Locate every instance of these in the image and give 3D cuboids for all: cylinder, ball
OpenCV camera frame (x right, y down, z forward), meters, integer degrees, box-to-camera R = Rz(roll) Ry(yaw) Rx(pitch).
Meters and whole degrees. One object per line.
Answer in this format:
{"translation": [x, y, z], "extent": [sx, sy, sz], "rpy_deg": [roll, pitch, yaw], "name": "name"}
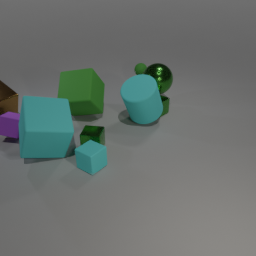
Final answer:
{"translation": [0.555, -1.102, 10.881], "extent": [1.400, 1.400, 1.400], "rpy_deg": [-10, 52, 12], "name": "cylinder"}
{"translation": [1.329, -2.215, 12.658], "extent": [1.400, 1.400, 1.400], "rpy_deg": [0, 29, 0], "name": "ball"}
{"translation": [0.693, -3.134, 15.051], "extent": [0.700, 0.700, 0.700], "rpy_deg": [0, 29, 0], "name": "ball"}

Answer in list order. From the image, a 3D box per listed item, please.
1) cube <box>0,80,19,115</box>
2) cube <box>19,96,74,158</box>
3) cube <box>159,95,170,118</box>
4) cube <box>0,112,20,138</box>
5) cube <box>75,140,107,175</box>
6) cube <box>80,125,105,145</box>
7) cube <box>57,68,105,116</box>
{"translation": [-5.255, -0.877, 10.799], "extent": [1.400, 1.400, 1.400], "rpy_deg": [35, 41, 19], "name": "cube"}
{"translation": [-2.629, -0.006, 8.853], "extent": [1.400, 1.400, 1.400], "rpy_deg": [2, 50, -26], "name": "cube"}
{"translation": [1.294, -0.968, 12.046], "extent": [0.700, 0.700, 0.700], "rpy_deg": [24, 37, 36], "name": "cube"}
{"translation": [-4.097, -0.113, 9.962], "extent": [0.700, 0.700, 0.700], "rpy_deg": [12, 15, -1], "name": "cube"}
{"translation": [-1.136, 0.905, 8.705], "extent": [0.700, 0.700, 0.700], "rpy_deg": [20, 35, 32], "name": "cube"}
{"translation": [-1.208, 0.387, 9.640], "extent": [0.700, 0.700, 0.700], "rpy_deg": [4, 30, 8], "name": "cube"}
{"translation": [-1.861, -1.414, 11.345], "extent": [1.400, 1.400, 1.400], "rpy_deg": [-4, 71, 16], "name": "cube"}
